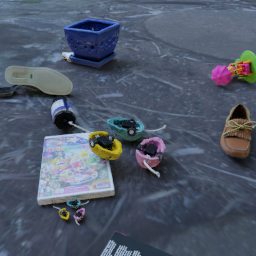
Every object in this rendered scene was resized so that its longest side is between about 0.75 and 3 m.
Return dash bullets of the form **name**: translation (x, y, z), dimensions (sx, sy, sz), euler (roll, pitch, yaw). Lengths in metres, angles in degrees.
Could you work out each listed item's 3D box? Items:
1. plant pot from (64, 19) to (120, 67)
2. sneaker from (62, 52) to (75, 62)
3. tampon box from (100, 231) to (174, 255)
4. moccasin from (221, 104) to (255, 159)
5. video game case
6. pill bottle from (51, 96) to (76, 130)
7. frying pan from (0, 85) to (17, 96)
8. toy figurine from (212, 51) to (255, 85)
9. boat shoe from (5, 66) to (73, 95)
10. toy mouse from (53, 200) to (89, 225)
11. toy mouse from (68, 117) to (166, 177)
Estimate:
- **plant pot**: translation (-1.708, -4.201, 13.930), dimensions (2.042, 1.836, 2.042), euler (16, 37, 22)
- **sneaker**: translation (-3.146, -3.652, 14.452), dimensions (0.628, 0.400, 1.086), euler (0, 25, 3)
- **tampon box**: translation (0.264, 2.615, 4.411), dimensions (1.565, 1.173, 0.988), euler (16, 37, 22)
- **moccasin**: translation (3.361, 0.036, 8.457), dimensions (0.882, 0.930, 2.410), euler (15, 37, 21)
- **video game case**: translation (-1.440, 0.963, 7.719), dimensions (1.825, 0.230, 2.548), euler (-6, 34, -8)
- **pill bottle**: translation (-2.220, -0.556, 9.515), dimensions (0.738, 0.738, 1.320), euler (-10, 35, -14)
- **frying pan**: translation (-4.975, -1.599, 11.536), dimensions (0.785, 0.211, 1.298), euler (1, 28, -4)
- **toy figurine**: translation (4.388, -2.454, 12.137), dimensions (1.689, 1.378, 1.835), euler (-15, 14, -6)
- **boat shoe**: translation (-3.505, -1.963, 11.438), dimensions (2.767, 0.994, 0.935), euler (13, 4, 6)
- **toy mouse**: translation (-1.194, 1.890, 6.409), dimensions (0.711, 0.155, 0.801), euler (-27, 42, -33)
- **toy mouse**: translation (0.185, 0.429, 8.139), dimensions (2.625, 0.572, 2.954), euler (-19, 42, -42)
